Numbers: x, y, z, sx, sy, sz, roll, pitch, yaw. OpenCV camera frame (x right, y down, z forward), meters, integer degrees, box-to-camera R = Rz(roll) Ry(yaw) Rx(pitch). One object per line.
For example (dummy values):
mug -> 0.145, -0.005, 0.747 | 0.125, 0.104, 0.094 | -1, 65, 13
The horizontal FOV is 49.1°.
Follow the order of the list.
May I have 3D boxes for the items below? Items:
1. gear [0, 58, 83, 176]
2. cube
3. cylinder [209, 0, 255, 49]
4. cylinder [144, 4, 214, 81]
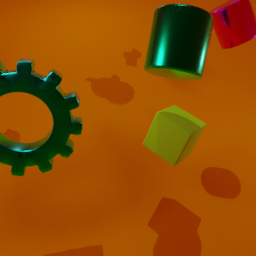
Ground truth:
gear -> -1.831, -0.149, 4.869 | 2.023, 2.023, 0.374 | -9, 22, -7
cube -> 0.988, 0.138, 5.959 | 0.846, 0.846, 0.846 | 35, 31, 23
cylinder -> 2.243, -2.237, 5.935 | 0.829, 0.829, 0.829 | -26, 19, 10
cylinder -> 0.824, -1.362, 4.618 | 0.983, 0.983, 0.983 | 11, 93, 9
